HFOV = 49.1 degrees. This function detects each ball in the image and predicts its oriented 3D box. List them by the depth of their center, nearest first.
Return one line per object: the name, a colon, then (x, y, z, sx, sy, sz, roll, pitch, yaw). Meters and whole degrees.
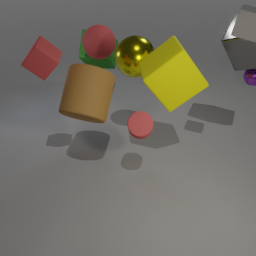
ball: (0.251, -2.429, 9.573, 1.400, 1.400, 1.400, 0, 30, 0)
ball: (4.453, -1.839, 9.898, 0.700, 0.700, 0.700, 0, 30, 0)
ball: (-1.216, -3.615, 11.803, 1.400, 1.400, 1.400, 0, 30, 0)

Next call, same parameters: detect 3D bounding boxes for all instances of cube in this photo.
cube: (-2.261, -1.839, 7.389, 0.700, 0.700, 0.700, 34, 30, -28)
cube: (3.285, -2.842, 7.582, 0.700, 0.700, 0.700, 21, 41, 13)
cube: (1.328, -1.644, 8.486, 1.400, 1.400, 1.400, -35, 30, 18)
cube: (4.237, -2.950, 9.406, 1.400, 1.400, 1.400, 5, 56, 46)
cube: (-1.369, -3.738, 13.359, 1.400, 1.400, 1.400, 5, -7, 15)

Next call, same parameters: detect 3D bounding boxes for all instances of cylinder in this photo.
cylinder: (0.347, -0.067, 7.848, 0.700, 0.700, 0.700, 2, -8, 3)
cylinder: (-1.187, -0.970, 8.200, 1.400, 1.400, 1.400, 11, -7, 1)
